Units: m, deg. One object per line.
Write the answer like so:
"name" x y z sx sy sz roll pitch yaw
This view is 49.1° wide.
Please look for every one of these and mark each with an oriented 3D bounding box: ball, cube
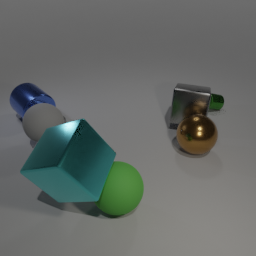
"ball" -2.935 -0.165 9.763 1.400 1.400 1.400 0 31 0
"cube" -1.387 0.834 6.784 1.400 1.400 1.400 -13 41 35
"cube" 2.513 -0.931 11.289 1.400 1.400 1.400 10 20 12
"ball" -0.282 1.585 7.425 1.400 1.400 1.400 0 31 0
"ball" 2.378 0.221 9.683 1.400 1.400 1.400 0 31 0

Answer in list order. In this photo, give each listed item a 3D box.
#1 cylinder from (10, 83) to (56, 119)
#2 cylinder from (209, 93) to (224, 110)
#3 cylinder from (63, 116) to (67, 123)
"cylinder" -3.931 -0.983 11.561 1.400 1.400 1.400 -24 42 -34
"cylinder" 3.812 -1.189 12.556 0.700 0.700 0.700 5 27 -25
"cylinder" -2.854 -0.195 10.843 0.700 0.700 0.700 12 5 19
